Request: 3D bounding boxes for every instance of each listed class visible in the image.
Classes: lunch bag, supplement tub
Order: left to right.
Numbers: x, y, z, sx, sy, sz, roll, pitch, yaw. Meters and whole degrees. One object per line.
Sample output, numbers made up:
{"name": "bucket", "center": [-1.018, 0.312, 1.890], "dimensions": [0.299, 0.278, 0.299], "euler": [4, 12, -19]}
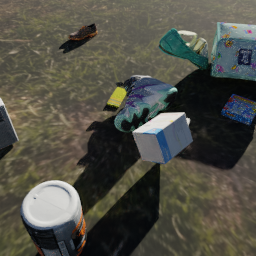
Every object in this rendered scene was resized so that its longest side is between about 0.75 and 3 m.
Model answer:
{"name": "supplement tub", "center": [-1.329, 1.859, 5.311], "dimensions": [1.016, 1.659, 1.016], "euler": [0, 45, 0]}
{"name": "lunch bag", "center": [4.053, -2.617, 10.013], "dimensions": [2.056, 1.472, 2.414], "euler": [9, 50, 10]}

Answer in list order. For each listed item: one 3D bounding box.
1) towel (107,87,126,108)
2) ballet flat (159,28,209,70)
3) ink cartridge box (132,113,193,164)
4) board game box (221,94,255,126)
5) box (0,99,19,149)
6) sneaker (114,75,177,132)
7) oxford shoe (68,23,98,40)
{"name": "towel", "center": [-0.340, -1.029, 9.386], "dimensions": [0.420, 0.088, 0.975], "euler": [17, 46, 10]}
{"name": "ballet flat", "center": [2.194, -2.707, 9.587], "dimensions": [2.693, 0.948, 0.907], "euler": [7, 44, -44]}
{"name": "ink cartridge box", "center": [0.947, 0.190, 7.086], "dimensions": [1.322, 0.828, 0.850], "euler": [-31, 20, -33]}
{"name": "board game box", "center": [3.547, -0.594, 8.803], "dimensions": [0.919, 0.257, 0.900], "euler": [25, 50, 23]}
{"name": "box", "center": [-4.301, -0.536, 7.924], "dimensions": [1.260, 1.398, 2.486], "euler": [-27, 51, -25]}
{"name": "sneaker", "center": [0.124, -0.926, 8.622], "dimensions": [1.756, 0.976, 2.511], "euler": [38, 48, 27]}
{"name": "oxford shoe", "center": [-2.014, -4.275, 12.360], "dimensions": [1.394, 0.508, 0.497], "euler": [-27, 50, -25]}
